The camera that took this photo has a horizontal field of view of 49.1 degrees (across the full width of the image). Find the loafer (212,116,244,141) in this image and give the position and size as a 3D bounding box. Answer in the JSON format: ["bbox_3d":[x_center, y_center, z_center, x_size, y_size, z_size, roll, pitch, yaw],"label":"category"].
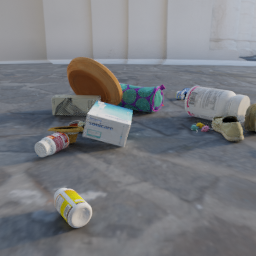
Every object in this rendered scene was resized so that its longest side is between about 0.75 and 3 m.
[{"bbox_3d":[3.452,-0.131,9.642,0.736,0.664,1.945,-1,17,-4],"label":"loafer"}]

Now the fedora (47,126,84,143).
[{"bbox_3d":[-1.927,0.215,8.751,1.175,0.479,1.175,-2,7,0],"label":"fedora"}]

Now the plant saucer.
[{"bbox_3d":[-1.577,-1.828,12.361,2.792,2.792,0.523,11,53,32],"label":"plant saucer"}]

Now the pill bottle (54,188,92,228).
[{"bbox_3d":[-1.036,1.407,5.082,0.458,0.458,0.839,-12,22,-34],"label":"pill bottle"}]

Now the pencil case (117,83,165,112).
[{"bbox_3d":[0.211,-1.507,13.000,2.865,1.324,1.219,13,-23,31],"label":"pencil case"}]

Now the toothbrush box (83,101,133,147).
[{"bbox_3d":[-0.604,-0.191,9.187,1.350,0.787,1.845,14,17,-3],"label":"toothbrush box"}]

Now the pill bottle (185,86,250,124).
[{"bbox_3d":[3.512,-0.907,11.117,1.264,1.264,2.230,-17,25,-42],"label":"pill bottle"}]

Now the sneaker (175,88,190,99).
[{"bbox_3d":[3.194,-1.870,15.565,0.557,0.501,1.355,18,31,39],"label":"sneaker"}]

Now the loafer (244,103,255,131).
[{"bbox_3d":[5.078,-0.419,10.047,2.606,0.991,0.879,-14,17,-38],"label":"loafer"}]

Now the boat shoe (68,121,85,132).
[{"bbox_3d":[-1.592,-0.034,9.891,1.040,0.370,0.325,4,17,-6],"label":"boat shoe"}]

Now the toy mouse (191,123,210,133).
[{"bbox_3d":[2.592,-0.014,10.097,0.904,0.175,0.803,11,20,30],"label":"toy mouse"}]

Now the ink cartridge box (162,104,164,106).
[{"bbox_3d":[1.116,-1.418,14.351,1.134,0.398,1.395,-4,14,-12],"label":"ink cartridge box"}]

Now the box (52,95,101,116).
[{"bbox_3d":[-2.214,-0.984,12.138,2.023,0.831,0.692,1,17,6],"label":"box"}]

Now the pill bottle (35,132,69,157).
[{"bbox_3d":[-2.162,0.462,7.998,0.522,0.522,0.952,8,19,25],"label":"pill bottle"}]
